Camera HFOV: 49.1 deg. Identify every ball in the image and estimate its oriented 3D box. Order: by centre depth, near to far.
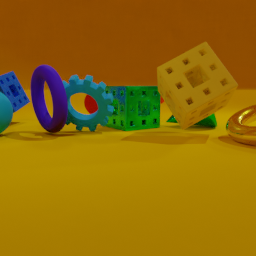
[{"bbox_3d":[-3.436,-0.378,6.818,1.185,1.185,1.185,0,9,0],"label":"ball"}]

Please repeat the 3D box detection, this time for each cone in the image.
[{"bbox_3d":[1.791,-0.426,8.503,1.364,1.359,1.359,-21,5,10],"label":"cone"},{"bbox_3d":[-1.090,-0.690,10.424,1.160,1.160,1.165,-2,-20,-14],"label":"cone"}]

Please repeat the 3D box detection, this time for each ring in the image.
[{"bbox_3d":[3.214,-0.160,6.262,1.978,0.396,1.978,-17,16,5],"label":"ring"},{"bbox_3d":[-1.988,-0.707,6.969,0.339,1.696,1.696,-14,15,-36],"label":"ring"}]

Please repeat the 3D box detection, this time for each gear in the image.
[{"bbox_3d":[-1.146,-0.617,7.284,1.531,1.531,0.283,1,35,6],"label":"gear"}]

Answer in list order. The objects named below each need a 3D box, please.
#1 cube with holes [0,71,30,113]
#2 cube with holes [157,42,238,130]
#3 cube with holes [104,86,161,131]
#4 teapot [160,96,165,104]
[{"bbox_3d":[-4.127,-0.990,8.994,1.144,1.144,1.144,-20,18,12],"label":"cube with holes"},{"bbox_3d":[1.570,-0.951,6.702,1.267,1.267,1.267,-29,-18,-2],"label":"cube with holes"},{"bbox_3d":[0.105,-0.643,8.409,1.233,1.233,1.233,-6,10,-34],"label":"cube with holes"},{"bbox_3d":[1.515,-1.544,13.286,0.638,1.302,0.810,47,11,15],"label":"teapot"}]
